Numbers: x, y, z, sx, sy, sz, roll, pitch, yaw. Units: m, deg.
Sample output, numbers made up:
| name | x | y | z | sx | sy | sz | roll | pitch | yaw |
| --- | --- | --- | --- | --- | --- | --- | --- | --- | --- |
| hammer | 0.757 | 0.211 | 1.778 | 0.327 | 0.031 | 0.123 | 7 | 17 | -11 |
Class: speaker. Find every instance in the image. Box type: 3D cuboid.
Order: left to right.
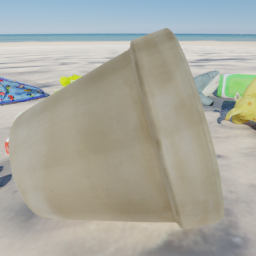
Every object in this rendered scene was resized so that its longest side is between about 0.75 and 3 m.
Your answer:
| name | x | y | z | sx | sy | sz | roll | pitch | yaw |
| --- | --- | --- | --- | --- | --- | --- | --- | --- | --- |
| speaker | 4.930 | -1.683 | 11.523 | 2.354 | 1.041 | 1.041 | 6 | 21 | 16 |

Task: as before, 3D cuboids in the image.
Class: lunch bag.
| name | x | y | z | sx | sy | sz | roll | pitch | yaw |
| --- | --- | --- | --- | --- | --- | --- | --- | --- | --- |
| lunch bag | -4.694 | -1.612 | 11.623 | 1.683 | 1.051 | 2.235 | 15 | 15 | 41 |

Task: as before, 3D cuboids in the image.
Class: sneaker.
| name | x | y | z | sx | sy | sz | roll | pitch | yaw |
| --- | --- | --- | --- | --- | --- | --- | --- | --- | --- |
| sneaker | -2.519 | 0.151 | 6.753 | 1.101 | 0.829 | 2.355 | -22 | 27 | -36 |

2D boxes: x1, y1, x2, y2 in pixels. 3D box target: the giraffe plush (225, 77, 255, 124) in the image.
| name | x | y | z | sx | sy | sz | roll | pitch | yaw |
| --- | --- | --- | --- | --- | --- | --- | --- | --- | --- |
| giraffe plush | 3.849 | -0.435 | 7.781 | 1.537 | 1.636 | 1.896 | 38 | 27 | 27 |

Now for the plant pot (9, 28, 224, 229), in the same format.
| name | x | y | z | sx | sy | sz | roll | pitch | yaw |
| --- | --- | --- | --- | --- | --- | --- | --- | --- | --- |
| plant pot | -0.230 | 0.255 | 4.250 | 2.445 | 2.817 | 2.817 | -15 | 19 | 7 |

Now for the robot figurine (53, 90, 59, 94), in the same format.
| name | x | y | z | sx | sy | sz | roll | pitch | yaw |
| --- | --- | --- | --- | --- | --- | --- | --- | --- | --- |
| robot figurine | -1.749 | -0.732 | 8.966 | 1.715 | 0.992 | 1.505 | 2 | 20 | 4 |

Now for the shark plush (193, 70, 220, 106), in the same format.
| name | x | y | z | sx | sy | sz | roll | pitch | yaw |
| --- | --- | --- | --- | --- | --- | --- | --- | --- | --- |
| shark plush | 2.126 | -1.681 | 11.195 | 2.961 | 1.233 | 1.345 | 3 | 20 | 7 |

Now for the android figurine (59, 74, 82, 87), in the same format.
| name | x | y | z | sx | sy | sz | roll | pitch | yaw |
| --- | --- | --- | --- | --- | --- | --- | --- | --- | --- |
| android figurine | -1.974 | -2.269 | 13.803 | 2.682 | 0.605 | 2.946 | -5 | 19 | -15 |
